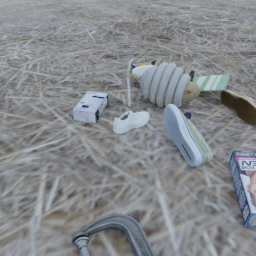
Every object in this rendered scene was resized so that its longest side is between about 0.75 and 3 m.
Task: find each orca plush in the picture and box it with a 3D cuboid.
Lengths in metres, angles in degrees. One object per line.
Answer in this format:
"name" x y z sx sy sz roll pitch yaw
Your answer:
"orca plush" 1.637 -2.375 13.047 2.819 1.483 1.002 -5 -3 16

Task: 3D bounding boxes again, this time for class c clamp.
"c clamp" -0.437 2.925 5.738 2.312 0.367 2.706 -9 35 -13

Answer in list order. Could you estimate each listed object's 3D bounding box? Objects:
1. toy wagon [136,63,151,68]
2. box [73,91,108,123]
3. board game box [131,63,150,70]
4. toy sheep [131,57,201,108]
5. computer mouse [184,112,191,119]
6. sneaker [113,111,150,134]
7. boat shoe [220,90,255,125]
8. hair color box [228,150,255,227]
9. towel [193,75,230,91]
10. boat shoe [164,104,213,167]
"toy wagon" 1.096 -2.841 14.084 1.409 0.279 1.093 1 53 -1
"box" -1.467 -0.879 11.281 0.946 0.488 1.622 9 35 13
"board game box" 0.800 -3.108 14.752 1.140 0.323 0.943 -5 32 -8
"toy sheep" 1.509 -1.790 11.410 2.888 1.991 1.991 17 37 18
"computer mouse" 2.209 -0.355 10.785 0.309 0.179 1.053 14 37 19
"sneaker" 0.173 -0.375 10.322 1.635 0.723 0.615 -26 41 -33
"boat shoe" 4.649 -0.949 11.059 0.778 0.859 2.411 -10 34 -14
"hair color box" 3.417 1.531 7.380 1.033 0.625 2.065 2 41 4
"towel" 3.344 -1.968 12.650 2.204 0.258 1.681 1 30 30
"boat shoe" 1.898 0.199 9.145 0.732 0.849 2.359 -8 58 -24
